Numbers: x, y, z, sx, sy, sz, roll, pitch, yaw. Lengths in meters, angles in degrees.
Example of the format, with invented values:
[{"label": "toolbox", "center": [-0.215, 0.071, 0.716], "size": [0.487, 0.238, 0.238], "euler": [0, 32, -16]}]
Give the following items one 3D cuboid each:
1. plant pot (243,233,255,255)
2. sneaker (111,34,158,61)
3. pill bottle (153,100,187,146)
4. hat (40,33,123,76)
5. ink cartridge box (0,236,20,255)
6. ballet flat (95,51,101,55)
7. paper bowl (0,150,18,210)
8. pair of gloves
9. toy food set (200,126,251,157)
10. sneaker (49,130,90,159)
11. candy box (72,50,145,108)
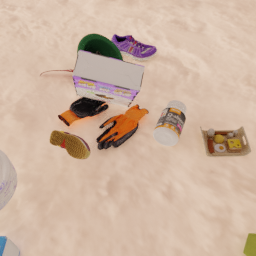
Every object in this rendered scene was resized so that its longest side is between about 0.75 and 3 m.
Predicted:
[{"label": "plant pot", "center": [3.636, 3.214, 7.204], "size": [1.168, 1.093, 1.093], "euler": [15, 52, 28]}, {"label": "sneaker", "center": [0.237, -3.694, 12.601], "size": [2.201, 0.918, 0.887], "euler": [14, 53, 10]}, {"label": "pill bottle", "center": [1.519, -0.198, 9.862], "size": [0.906, 0.906, 1.557], "euler": [17, 54, 13]}, {"label": "hat", "center": [-1.831, -2.685, 12.171], "size": [2.609, 2.296, 2.161], "euler": [34, 61, -28]}, {"label": "ink cartridge box", "center": [-4.389, 3.720, 6.571], "size": [2.917, 1.228, 2.109], "euler": [2, 52, 1]}, {"label": "ballet flat", "center": [-1.015, -2.644, 11.753], "size": [0.479, 0.409, 1.440], "euler": [-25, 65, -40]}, {"label": "paper bowl", "center": [-4.398, 1.689, 8.221], "size": [2.201, 1.145, 2.201], "euler": [0, 51, 0]}, {"label": "pair of gloves", "center": [-0.886, -0.435, 10.400], "size": [2.759, 0.341, 2.458], "euler": [32, 56, 25]}, {"label": "toy food set", "center": [3.333, 0.399, 9.667], "size": [1.557, 0.470, 1.117], "euler": [-1, 52, -1]}, {"label": "sneaker", "center": [-1.627, 0.490, 8.648], "size": [1.737, 0.783, 0.651], "euler": [24, 97, 36]}, {"label": "candy box", "center": [-0.721, -1.554, 9.558], "size": [2.079, 2.478, 0.886], "euler": [12, 81, -6]}]
